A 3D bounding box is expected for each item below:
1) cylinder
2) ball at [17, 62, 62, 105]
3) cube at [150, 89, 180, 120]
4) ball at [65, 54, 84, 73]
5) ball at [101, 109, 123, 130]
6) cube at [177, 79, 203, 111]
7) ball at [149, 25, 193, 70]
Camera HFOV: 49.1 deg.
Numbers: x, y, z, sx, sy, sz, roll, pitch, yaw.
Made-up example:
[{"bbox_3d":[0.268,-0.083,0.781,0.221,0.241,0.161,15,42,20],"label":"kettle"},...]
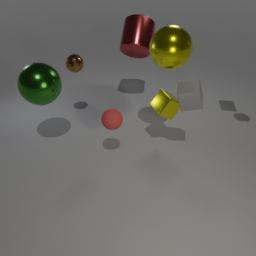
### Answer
[{"bbox_3d":[0.423,-3.997,12.335,1.400,1.400,1.400,9,-9,1],"label":"cylinder"},{"bbox_3d":[-2.900,-1.444,9.232,1.400,1.400,1.400,0,32,0],"label":"ball"},{"bbox_3d":[1.347,-0.826,9.865,0.700,0.700,0.700,18,26,-40],"label":"cube"},{"bbox_3d":[-2.067,-2.503,10.857,0.700,0.700,0.700,0,32,0],"label":"ball"},{"bbox_3d":[-0.516,-0.283,9.108,0.700,0.700,0.700,0,32,0],"label":"ball"},{"bbox_3d":[2.003,-1.045,9.001,0.700,0.700,0.700,-6,43,21],"label":"cube"},{"bbox_3d":[1.389,-2.598,9.077,1.400,1.400,1.400,0,32,0],"label":"ball"}]
